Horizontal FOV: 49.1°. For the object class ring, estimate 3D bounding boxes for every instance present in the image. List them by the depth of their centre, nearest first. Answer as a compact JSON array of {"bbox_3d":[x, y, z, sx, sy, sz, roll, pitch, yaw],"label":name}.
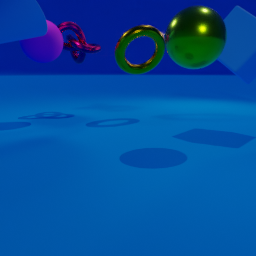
[{"bbox_3d":[0.401,-2.490,9.059,1.720,1.720,0.344,-4,44,-20],"label":"ring"}]

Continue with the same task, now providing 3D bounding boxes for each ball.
[{"bbox_3d":[1.338,-1.790,5.582,1.205,1.205,1.205,0,12,0],"label":"ball"},{"bbox_3d":[-2.635,-2.644,8.554,1.280,1.280,1.280,0,12,0],"label":"ball"}]

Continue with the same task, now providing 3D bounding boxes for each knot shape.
[{"bbox_3d":[-1.947,-3.084,10.533,1.763,0.814,1.649,27,-16,-11],"label":"knot shape"}]

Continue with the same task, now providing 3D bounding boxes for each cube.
[{"bbox_3d":[2.935,-2.072,7.159,1.219,1.219,1.219,11,35,-52],"label":"cube"}]

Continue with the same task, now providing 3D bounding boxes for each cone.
[{"bbox_3d":[-2.972,-2.235,6.161,1.654,1.654,1.660,13,58,47],"label":"cone"}]
